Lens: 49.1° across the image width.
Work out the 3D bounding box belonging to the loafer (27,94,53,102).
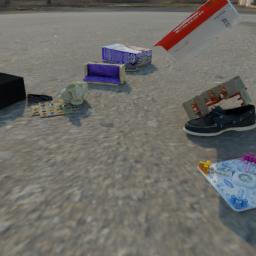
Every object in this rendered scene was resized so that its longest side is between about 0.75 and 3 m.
[{"bbox_3d":[-3.245,-1.129,10.299,0.922,0.290,0.331,-4,27,-8],"label":"loafer"}]

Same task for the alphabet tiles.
[{"bbox_3d":[-2.545,-0.710,9.752,1.566,0.050,1.303,-9,29,-17],"label":"alphabet tiles"}]

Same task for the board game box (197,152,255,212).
[{"bbox_3d":[2.551,1.085,6.097,1.529,0.198,1.529,-8,28,-14],"label":"board game box"}]

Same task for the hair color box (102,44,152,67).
[{"bbox_3d":[-0.087,-4.023,15.388,2.514,0.815,1.374,22,34,34],"label":"hair color box"}]

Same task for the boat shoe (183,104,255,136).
[{"bbox_3d":[2.730,-0.306,8.173,2.305,0.764,0.862,-4,27,-8],"label":"boat shoe"}]

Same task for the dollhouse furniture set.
[{"bbox_3d":[2.889,-0.880,8.944,1.728,0.890,1.709,-28,2,-42],"label":"dollhouse furniture set"}]

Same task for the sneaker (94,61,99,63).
[{"bbox_3d":[-1.540,-3.195,14.169,0.375,0.446,1.138,-1,26,2],"label":"sneaker"}]

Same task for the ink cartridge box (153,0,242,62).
[{"bbox_3d":[2.193,-2.894,8.491,2.230,0.658,2.786,-34,-2,29],"label":"ink cartridge box"}]

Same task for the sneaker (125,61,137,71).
[{"bbox_3d":[-0.099,-3.091,13.887,1.144,0.501,0.426,-4,27,-8],"label":"sneaker"}]

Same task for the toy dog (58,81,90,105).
[{"bbox_3d":[-1.879,-1.278,10.205,1.080,0.777,1.113,-22,14,25],"label":"toy dog"}]

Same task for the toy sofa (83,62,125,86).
[{"bbox_3d":[-1.069,-2.406,12.283,1.821,0.754,0.889,8,27,15],"label":"toy sofa"}]

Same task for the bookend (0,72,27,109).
[{"bbox_3d":[-5.036,-1.330,10.034,1.855,0.860,1.867,14,30,24],"label":"bookend"}]
